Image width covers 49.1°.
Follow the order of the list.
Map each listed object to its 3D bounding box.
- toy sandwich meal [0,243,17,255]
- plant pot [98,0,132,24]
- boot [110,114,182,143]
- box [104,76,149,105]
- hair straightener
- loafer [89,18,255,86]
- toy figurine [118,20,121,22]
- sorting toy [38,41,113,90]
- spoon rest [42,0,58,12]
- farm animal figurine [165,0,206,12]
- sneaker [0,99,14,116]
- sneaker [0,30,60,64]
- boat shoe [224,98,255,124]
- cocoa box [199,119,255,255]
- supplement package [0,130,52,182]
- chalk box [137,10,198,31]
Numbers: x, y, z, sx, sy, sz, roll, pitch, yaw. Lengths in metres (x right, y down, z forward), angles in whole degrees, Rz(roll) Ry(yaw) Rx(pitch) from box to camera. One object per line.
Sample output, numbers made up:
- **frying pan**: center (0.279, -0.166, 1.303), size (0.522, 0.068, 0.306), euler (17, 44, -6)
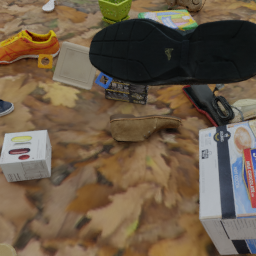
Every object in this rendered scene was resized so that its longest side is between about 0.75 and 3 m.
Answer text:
- **toy sandwich meal**: center (-2.392, 2.512, 5.126), size (0.773, 0.265, 0.773), euler (1, 42, -1)
- **plant pot**: center (-0.527, -5.034, 11.930), size (1.067, 0.973, 1.072), euler (27, 52, 25)
- **boot**: center (0.493, 0.027, 7.407), size (1.924, 0.708, 0.726), euler (-2, 75, -7)
- **box**: center (-0.047, -1.224, 8.184), size (1.294, 1.043, 0.318), euler (10, 47, 9)
- **hair straightener**: center (2.275, -0.664, 7.583), size (0.598, 1.125, 2.924), euler (-9, 47, -9)
- **loafer**: center (0.619, -1.006, 4.114), size (2.608, 0.949, 0.943), euler (14, 6, 28)
- **toy figurine**: center (-0.292, -3.235, 10.595), size (0.978, 0.862, 1.633), euler (29, 49, -12)
- **sorting toy**: center (-1.242, -1.503, 6.831), size (1.847, 0.252, 1.040), euler (15, 83, -2)
- **spoon rest**: center (-3.604, -5.715, 13.048), size (0.528, 0.322, 1.063), euler (10, 46, 9)
- **farm animal figurine**: center (2.241, -6.271, 13.090), size (2.036, 1.268, 2.521), euler (3, 39, -24)
- **sneaker**: center (-4.009, -0.620, 7.960), size (1.373, 0.545, 0.538), euler (-10, 45, -11)
- **sneaker**: center (-3.841, -2.953, 9.876), size (2.731, 1.054, 0.997), euler (-13, 48, -11)
- **boat shoe**: center (3.709, -0.500, 7.792), size (2.147, 0.774, 0.697), euler (-7, 83, -13)
- **cocoa box**: center (2.247, 1.094, 5.389), size (1.401, 1.423, 2.134), euler (-13, 40, 26)
- **supplement package**: center (-2.360, 0.643, 6.593), size (0.974, 0.716, 0.931), euler (-6, 46, -8)
- **chalk box**: center (1.061, -3.088, 9.736), size (2.294, 1.427, 1.420), euler (-8, 46, -6)
